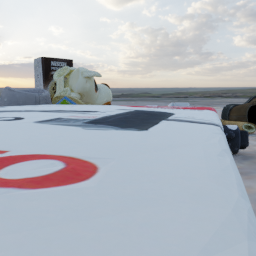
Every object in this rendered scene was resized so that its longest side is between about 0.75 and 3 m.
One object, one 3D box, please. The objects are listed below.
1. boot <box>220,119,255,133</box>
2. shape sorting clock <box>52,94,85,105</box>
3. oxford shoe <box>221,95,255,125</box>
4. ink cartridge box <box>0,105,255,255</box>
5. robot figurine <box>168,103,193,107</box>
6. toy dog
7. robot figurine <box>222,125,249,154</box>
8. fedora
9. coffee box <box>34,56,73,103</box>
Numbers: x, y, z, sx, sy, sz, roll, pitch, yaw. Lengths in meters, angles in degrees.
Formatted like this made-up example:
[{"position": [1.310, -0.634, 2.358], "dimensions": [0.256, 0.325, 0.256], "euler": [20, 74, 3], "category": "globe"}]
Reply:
[{"position": [2.680, -0.087, 7.480], "dimensions": [0.916, 0.346, 1.046], "euler": [2, 5, -26], "category": "boot"}, {"position": [-1.798, -0.626, 8.847], "dimensions": [1.250, 1.250, 0.245], "euler": [2, 51, 18], "category": "shape sorting clock"}, {"position": [4.191, -0.501, 8.941], "dimensions": [2.522, 0.917, 1.065], "euler": [-19, 17, -33], "category": "oxford shoe"}, {"position": [-0.416, 0.399, 1.419], "dimensions": [1.701, 0.987, 2.358], "euler": [2, 8, 16], "category": "ink cartridge box"}, {"position": [2.011, -0.660, 10.944], "dimensions": [1.158, 0.654, 0.982], "euler": [3, 2, 15], "category": "robot figurine"}, {"position": [-1.541, -1.497, 10.888], "dimensions": [2.103, 1.513, 2.169], "euler": [-31, -33, 24], "category": "toy dog"}, {"position": [1.638, 0.208, 4.860], "dimensions": [0.827, 0.622, 0.516], "euler": [1, 35, 9], "category": "robot figurine"}, {"position": [-3.443, -0.745, 9.263], "dimensions": [2.368, 1.209, 2.677], "euler": [-2, 7, -35], "category": "fedora"}, {"position": [-3.083, -1.664, 11.711], "dimensions": [1.377, 2.437, 0.973], "euler": [-7, 10, -41], "category": "coffee box"}]
